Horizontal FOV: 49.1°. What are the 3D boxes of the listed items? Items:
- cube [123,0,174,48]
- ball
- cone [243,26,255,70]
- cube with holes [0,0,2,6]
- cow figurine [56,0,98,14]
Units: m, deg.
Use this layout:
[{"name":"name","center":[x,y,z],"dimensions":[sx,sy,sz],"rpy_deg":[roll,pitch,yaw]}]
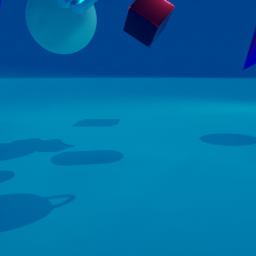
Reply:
[{"name":"cube","center":[0.629,-3.421,8.774],"dimensions":[1.046,1.046,1.046],"rpy_deg":[34,-23,2]},{"name":"ball","center":[-1.301,-2.158,5.532],"dimensions":[1.354,1.354,1.354],"rpy_deg":[0,11,0]},{"name":"cone","center":[3.252,-1.921,6.770],"dimensions":[1.295,1.300,1.295],"rpy_deg":[35,19,-14]},{"name":"cube with holes","center":[-4.237,-3.998,7.444],"dimensions":[1.278,1.278,1.278],"rpy_deg":[22,16,2]},{"name":"cow figurine","center":[-0.545,-2.499,3.944],"dimensions":[0.764,1.392,1.369],"rpy_deg":[34,66,30]}]
